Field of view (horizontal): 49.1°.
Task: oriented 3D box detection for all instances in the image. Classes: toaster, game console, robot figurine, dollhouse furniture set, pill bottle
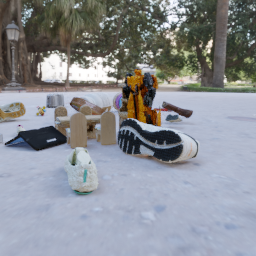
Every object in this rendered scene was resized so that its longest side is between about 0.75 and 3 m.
[{"bbox_3d":[-5.377,-2.059,20.915,0.897,1.019,1.578,8,13,37],"label":"toaster"},{"bbox_3d":[-2.793,0.439,8.638,1.232,0.815,1.401,36,24,19],"label":"game console"},{"bbox_3d":[0.461,-0.667,8.587,0.671,2.304,1.670,-11,14,-28],"label":"robot figurine"},{"bbox_3d":[-0.967,-0.585,9.577,2.827,1.840,2.597,-4,10,-23],"label":"dollhouse furniture set"},{"bbox_3d":[-1.860,-1.257,15.266,1.284,1.284,2.245,4,10,23],"label":"pill bottle"}]

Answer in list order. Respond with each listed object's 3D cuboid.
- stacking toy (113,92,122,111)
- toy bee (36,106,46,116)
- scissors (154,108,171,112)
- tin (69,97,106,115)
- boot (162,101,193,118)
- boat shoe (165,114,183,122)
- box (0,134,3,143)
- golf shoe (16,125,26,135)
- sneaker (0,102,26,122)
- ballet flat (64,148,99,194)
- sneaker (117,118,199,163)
[{"bbox_3d":[0.350,-1.472,17.211,1.239,1.239,2.903,-8,16,-39],"label":"stacking toy"},{"bbox_3d":[-4.975,-0.978,15.880,0.663,0.550,1.012,-52,20,-16],"label":"toy bee"},{"bbox_3d":[2.569,-1.110,17.988,0.916,0.174,2.503,-2,10,-24],"label":"scissors"},{"bbox_3d":[-1.802,-0.860,13.011,1.877,0.393,1.051,25,-16,0],"label":"tin"},{"bbox_3d":[2.191,-0.867,12.681,1.232,0.396,1.148,26,-8,-17],"label":"boot"},{"bbox_3d":[1.893,-0.376,11.672,0.301,0.346,0.940,31,-14,-24],"label":"boat shoe"},{"bbox_3d":[-4.811,0.388,8.417,1.194,0.315,1.531,5,11,27],"label":"box"},{"bbox_3d":[-3.885,0.054,10.182,0.324,0.393,0.859,-4,9,-18],"label":"golf shoe"},{"bbox_3d":[-6.248,-0.623,13.283,1.158,1.000,2.643,-14,-3,39],"label":"sneaker"},{"bbox_3d":[-0.908,0.714,5.571,0.673,0.673,1.875,-3,9,-17],"label":"ballet flat"},{"bbox_3d":[0.694,0.377,7.290,1.029,0.948,2.572,9,6,-40],"label":"sneaker"}]
